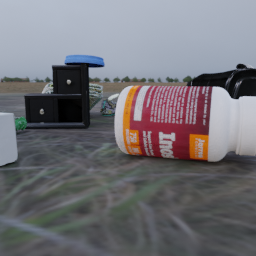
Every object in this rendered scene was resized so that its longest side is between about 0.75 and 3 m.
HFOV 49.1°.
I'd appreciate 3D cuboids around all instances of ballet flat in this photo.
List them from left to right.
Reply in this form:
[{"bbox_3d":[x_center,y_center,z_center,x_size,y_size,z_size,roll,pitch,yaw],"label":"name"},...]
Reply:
[{"bbox_3d":[-0.311,-1.193,13.753,1.028,1.028,2.859,5,10,31],"label":"ballet flat"}]

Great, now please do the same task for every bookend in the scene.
[{"bbox_3d":[-2.428,-1.150,9.362,2.245,2.259,1.041,0,9,-3],"label":"bookend"}]

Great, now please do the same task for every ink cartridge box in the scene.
[{"bbox_3d":[-3.357,0.197,4.969,2.235,0.928,1.638,5,10,27],"label":"ink cartridge box"}]

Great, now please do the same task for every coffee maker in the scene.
[{"bbox_3d":[2.716,-0.625,7.950,2.874,2.016,2.993,-16,8,0],"label":"coffee maker"}]

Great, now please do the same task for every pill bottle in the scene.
[{"bbox_3d":[1.110,-0.098,5.365,2.484,1.403,1.403,3,9,19],"label":"pill bottle"}]

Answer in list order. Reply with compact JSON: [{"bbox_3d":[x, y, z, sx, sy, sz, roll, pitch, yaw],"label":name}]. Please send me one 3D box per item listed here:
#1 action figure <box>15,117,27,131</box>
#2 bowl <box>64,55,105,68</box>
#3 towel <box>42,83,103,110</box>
[{"bbox_3d":[-4.141,-0.063,7.444,2.927,0.801,1.729,-4,5,-43],"label":"action figure"},{"bbox_3d":[-1.435,-2.217,9.326,1.332,0.261,1.332,3,5,0],"label":"bowl"},{"bbox_3d":[-2.621,-1.245,12.368,2.462,0.693,2.876,-3,-13,-26],"label":"towel"}]
